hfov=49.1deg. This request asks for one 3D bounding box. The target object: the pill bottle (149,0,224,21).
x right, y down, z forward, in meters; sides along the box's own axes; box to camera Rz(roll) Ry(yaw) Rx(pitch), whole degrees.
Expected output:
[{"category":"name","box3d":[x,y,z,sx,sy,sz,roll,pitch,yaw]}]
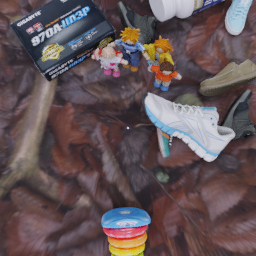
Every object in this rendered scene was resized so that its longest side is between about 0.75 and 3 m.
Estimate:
[{"category":"pill bottle","box3d":[2.113,-4.541,9.125,2.716,1.508,1.508,-27,77,-7]}]

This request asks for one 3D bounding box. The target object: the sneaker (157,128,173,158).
[{"category":"sneaker","box3d":[1.189,0.128,8.443,0.598,0.534,1.497,-6,74,3]}]

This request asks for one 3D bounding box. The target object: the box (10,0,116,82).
[{"category":"box","box3d":[-2.089,-3.136,9.220,2.736,0.629,2.175,-33,78,-8]}]

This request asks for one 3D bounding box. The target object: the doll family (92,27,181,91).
[{"category":"doll family","box3d":[0.364,-2.230,8.438,2.743,1.703,1.236,15,76,4]}]

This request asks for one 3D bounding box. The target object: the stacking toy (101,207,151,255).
[{"category":"stacking toy","box3d":[-0.022,3.350,7.450,1.284,1.214,2.212,-2,88,-3]}]

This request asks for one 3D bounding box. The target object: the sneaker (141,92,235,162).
[{"category":"sneaker","box3d":[1.707,-0.290,7.657,2.914,1.263,1.092,30,33,-20]}]

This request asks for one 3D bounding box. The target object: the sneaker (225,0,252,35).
[{"category":"sneaker","box3d":[3.757,-4.073,9.397,0.689,0.764,1.864,13,76,4]}]

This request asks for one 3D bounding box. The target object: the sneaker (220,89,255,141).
[{"category":"sneaker","box3d":[3.515,-0.326,8.526,0.962,0.642,1.680,29,80,5]}]

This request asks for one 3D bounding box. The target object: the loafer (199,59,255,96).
[{"category":"loafer","box3d":[3.119,-1.589,8.795,2.112,0.803,0.712,-17,75,-15]}]

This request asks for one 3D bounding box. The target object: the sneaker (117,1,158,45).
[{"category":"sneaker","box3d":[0.354,-3.579,9.352,0.973,0.649,1.698,-32,81,-9]}]
